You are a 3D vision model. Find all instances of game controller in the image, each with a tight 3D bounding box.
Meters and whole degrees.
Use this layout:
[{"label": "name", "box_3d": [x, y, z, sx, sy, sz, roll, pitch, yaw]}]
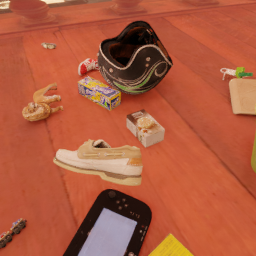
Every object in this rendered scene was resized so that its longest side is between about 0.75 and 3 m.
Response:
[{"label": "game controller", "box_3d": [-0.481, 2.610, 6.204, 1.461, 0.590, 2.800, 14, 43, 17]}]

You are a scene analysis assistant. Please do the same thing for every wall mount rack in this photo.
[{"label": "wall mount rack", "box_3d": [4.643, -2.357, 12.304, 1.110, 0.414, 0.964, 22, 48, 23]}]

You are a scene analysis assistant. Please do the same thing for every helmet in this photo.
[{"label": "helmet", "box_3d": [0.181, -2.541, 10.802, 2.504, 2.626, 2.626, -31, 36, 20]}]

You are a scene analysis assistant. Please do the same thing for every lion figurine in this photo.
[{"label": "lion figurine", "box_3d": [-3.198, -0.974, 10.484, 1.343, 0.794, 2.192, -17, 28, -8]}]

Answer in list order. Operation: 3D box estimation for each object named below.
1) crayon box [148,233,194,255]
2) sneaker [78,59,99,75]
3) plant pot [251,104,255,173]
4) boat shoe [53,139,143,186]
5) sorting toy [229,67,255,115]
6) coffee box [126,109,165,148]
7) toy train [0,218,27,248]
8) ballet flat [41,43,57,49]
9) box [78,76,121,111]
[{"label": "crayon box", "box_3d": [1.145, 3.458, 4.939, 1.673, 0.669, 2.635, -31, 57, -33]}, {"label": "sneaker", "box_3d": [-1.698, -2.771, 12.699, 0.767, 0.486, 1.364, 8, 39, 15]}, {"label": "plant pot", "box_3d": [4.302, 0.456, 7.674, 2.102, 1.996, 2.102, 0, 39, 0]}, {"label": "boat shoe", "box_3d": [-0.591, 0.565, 5.454, 2.015, 0.689, 0.753, 8, -1, 30]}, {"label": "sorting toy", "box_3d": [5.026, -1.480, 10.974, 1.993, 0.397, 2.697, 2, 51, 9]}, {"label": "coffee box", "box_3d": [0.555, -0.016, 9.390, 0.731, 0.510, 1.279, -21, 44, -23]}, {"label": "toy train", "box_3d": [-2.881, 2.589, 6.545, 0.278, 0.207, 1.213, 14, 41, 34]}, {"label": "ballet flat", "box_3d": [-4.185, -4.306, 14.705, 0.831, 0.299, 0.299, 5, 40, 7]}, {"label": "box", "box_3d": [-1.130, -1.373, 10.956, 1.815, 0.584, 0.636, 30, 49, 30]}]
